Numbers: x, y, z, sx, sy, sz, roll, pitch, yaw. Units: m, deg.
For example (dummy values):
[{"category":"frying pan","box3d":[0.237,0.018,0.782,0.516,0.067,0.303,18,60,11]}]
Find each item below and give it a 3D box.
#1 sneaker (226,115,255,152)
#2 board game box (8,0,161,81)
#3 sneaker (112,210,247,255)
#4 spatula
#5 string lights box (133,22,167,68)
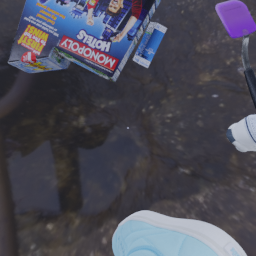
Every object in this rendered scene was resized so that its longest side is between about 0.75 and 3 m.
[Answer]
[{"category":"sneaker","box3d":[2.608,0.186,5.867,0.720,2.035,0.743,-18,64,32]},{"category":"board game box","box3d":[-1.080,-2.220,5.992,2.921,0.901,2.919,31,93,14]},{"category":"sneaker","box3d":[0.199,1.938,4.030,1.229,2.999,1.108,-23,82,-30]},{"category":"spatula","box3d":[2.443,-1.392,5.706,0.702,0.255,2.484,-22,99,-15]},{"category":"string lights box","box3d":[0.558,-2.221,7.470,0.328,0.572,1.113,20,107,-23]}]
